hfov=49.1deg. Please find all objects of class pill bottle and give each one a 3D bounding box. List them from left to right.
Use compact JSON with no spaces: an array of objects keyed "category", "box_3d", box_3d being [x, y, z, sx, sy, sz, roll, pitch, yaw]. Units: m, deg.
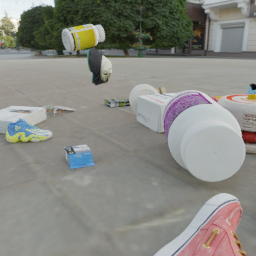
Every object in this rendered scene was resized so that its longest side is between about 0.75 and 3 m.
[{"category":"pill bottle","box_3d":[-1.321,-2.731,8.409,1.175,0.661,0.661,-22,26,-26]},{"category":"pill bottle","box_3d":[1.670,0.095,6.573,1.583,1.583,2.819,1,17,3]}]

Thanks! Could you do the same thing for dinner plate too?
[{"category":"dinner plate","box_3d":[0.717,-1.024,10.626,1.403,1.403,0.170,-9,-8,-26]}]

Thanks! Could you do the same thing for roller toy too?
[{"category":"roller toy","box_3d":[3.456,-0.234,7.861,1.873,1.435,2.053,-6,18,-19]}]

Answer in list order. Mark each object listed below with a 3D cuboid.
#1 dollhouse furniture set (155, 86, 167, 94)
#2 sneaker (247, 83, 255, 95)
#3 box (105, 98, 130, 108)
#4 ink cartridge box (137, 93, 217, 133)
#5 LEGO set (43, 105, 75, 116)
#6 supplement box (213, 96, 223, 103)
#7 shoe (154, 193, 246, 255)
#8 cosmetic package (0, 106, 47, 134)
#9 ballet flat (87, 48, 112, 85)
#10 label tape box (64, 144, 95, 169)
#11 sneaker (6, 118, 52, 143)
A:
[{"category":"dollhouse furniture set","box_3d":[1.393,-1.678,14.563,1.041,0.596,1.221,-16,0,-44]},{"category":"sneaker","box_3d":[6.038,-1.403,12.129,0.962,1.103,2.453,-8,19,-23]},{"category":"box","box_3d":[-0.471,-1.171,12.870,1.031,0.228,0.826,-7,18,-21]},{"category":"ink cartridge box","box_3d":[1.673,-0.633,9.886,2.306,0.961,1.675,-8,19,-23]},{"category":"LEGO set","box_3d":[-2.969,-0.715,11.552,1.006,0.331,1.347,13,10,36]},{"category":"supplement box","box_3d":[4.343,-1.094,12.104,1.658,0.570,0.552,-9,20,-21]},{"category":"shoe","box_3d":[1.137,1.570,3.425,0.928,0.729,2.039,18,30,42]},{"category":"cosmetic package","box_3d":[-3.988,-0.321,9.745,1.451,0.497,1.925,2,17,15]},{"category":"ballet flat","box_3d":[-0.852,-1.904,8.843,0.748,0.748,2.047,-1,-13,-3]},{"category":"label tape box","box_3d":[-1.202,0.684,6.904,0.595,0.261,0.825,-7,18,-22]},{"category":"sneaker","box_3d":[-2.911,0.047,8.226,1.300,0.683,0.492,-6,18,-18]}]
